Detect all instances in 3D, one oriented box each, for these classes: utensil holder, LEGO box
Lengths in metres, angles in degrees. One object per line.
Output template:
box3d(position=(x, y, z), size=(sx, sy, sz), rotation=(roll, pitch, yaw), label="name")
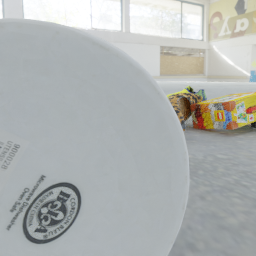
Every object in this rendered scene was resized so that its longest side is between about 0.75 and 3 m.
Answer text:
box3d(position=(-1.053, 0.210, 2.835), size=(2.345, 2.345, 2.760), rotation=(-5, 15, -24), label="utensil holder")
box3d(position=(3.390, -0.596, 9.166), size=(2.140, 0.826, 1.594), rotation=(-15, 10, -31), label="LEGO box")

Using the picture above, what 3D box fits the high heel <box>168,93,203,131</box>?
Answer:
box3d(position=(1.824, -0.445, 8.634), size=(2.895, 1.034, 2.063), rotation=(-25, 16, -27), label="high heel")

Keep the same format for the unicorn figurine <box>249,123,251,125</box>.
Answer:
box3d(position=(4.836, -0.627, 10.256), size=(1.303, 0.701, 1.898), rotation=(11, 52, 46), label="unicorn figurine")

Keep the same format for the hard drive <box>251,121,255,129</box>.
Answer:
box3d(position=(5.005, -0.122, 8.617), size=(1.398, 0.379, 2.001), rotation=(-8, 10, -14), label="hard drive")

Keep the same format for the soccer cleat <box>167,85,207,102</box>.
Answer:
box3d(position=(2.894, -1.587, 14.116), size=(0.910, 1.178, 2.816), rotation=(-6, 13, -28), label="soccer cleat")
